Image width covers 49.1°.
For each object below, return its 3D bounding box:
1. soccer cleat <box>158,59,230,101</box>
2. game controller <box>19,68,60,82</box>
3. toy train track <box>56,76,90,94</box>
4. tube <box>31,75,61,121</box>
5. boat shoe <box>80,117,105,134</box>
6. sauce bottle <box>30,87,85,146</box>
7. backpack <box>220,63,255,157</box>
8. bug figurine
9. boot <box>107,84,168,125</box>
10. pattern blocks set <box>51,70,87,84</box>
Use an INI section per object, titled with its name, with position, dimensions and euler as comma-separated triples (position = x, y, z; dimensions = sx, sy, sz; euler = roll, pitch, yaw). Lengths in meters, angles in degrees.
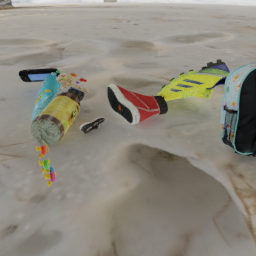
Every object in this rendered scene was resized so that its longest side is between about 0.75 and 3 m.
[soccer cleat]
position = 2.474, -1.502, 10.195
dimensions = 2.909, 1.217, 0.940
euler = -24, -3, -9
[game controller]
position = -3.629, -2.168, 11.608
dimensions = 1.633, 0.852, 0.344
euler = -4, 64, -5
[toy train track]
position = -1.912, -1.520, 9.760
dimensions = 1.210, 0.197, 0.694
euler = 22, 54, -5
[tube]
position = -3.008, -1.226, 10.382
dimensions = 0.683, 1.050, 2.711
euler = 28, 22, -19
[boat shoe]
position = -1.059, -0.081, 8.756
dimensions = 0.295, 0.361, 0.977
euler = 49, 40, 15
[sauce bottle]
position = -2.078, -0.577, 8.998
dimensions = 0.956, 0.956, 2.955
euler = 5, 32, 8
[backpack]
position = 3.589, -0.616, 7.577
dimensions = 2.060, 2.343, 1.796
euler = -2, 20, -2
[bug figurine]
position = -1.782, 0.843, 6.242
dimensions = 0.241, 0.938, 0.727
euler = -17, 35, -10
[boot]
position = 0.328, -0.993, 9.753
dimensions = 1.623, 0.815, 2.250
euler = -18, 40, -24
[pattern blocks set]
position = -2.306, -1.966, 10.819
dimensions = 1.045, 0.096, 1.189
euler = -3, -15, 41
